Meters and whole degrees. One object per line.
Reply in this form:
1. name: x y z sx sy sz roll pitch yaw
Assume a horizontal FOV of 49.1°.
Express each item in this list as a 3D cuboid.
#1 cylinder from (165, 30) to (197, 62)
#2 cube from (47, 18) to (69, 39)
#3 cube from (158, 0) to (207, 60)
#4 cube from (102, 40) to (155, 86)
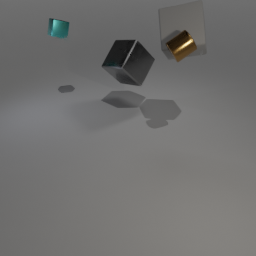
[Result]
1. cylinder: 1.606 -2.467 8.461 0.700 0.700 0.700 -33 28 11
2. cube: -2.988 -4.264 12.007 0.700 0.700 0.700 1 21 -31
3. cube: 1.890 -3.248 9.516 1.400 1.400 1.400 -4 0 17
4. cube: 0.014 -2.800 12.052 1.400 1.400 1.400 18 78 46
